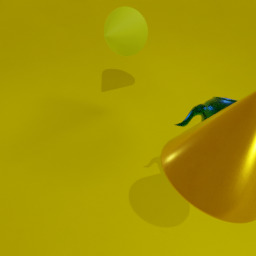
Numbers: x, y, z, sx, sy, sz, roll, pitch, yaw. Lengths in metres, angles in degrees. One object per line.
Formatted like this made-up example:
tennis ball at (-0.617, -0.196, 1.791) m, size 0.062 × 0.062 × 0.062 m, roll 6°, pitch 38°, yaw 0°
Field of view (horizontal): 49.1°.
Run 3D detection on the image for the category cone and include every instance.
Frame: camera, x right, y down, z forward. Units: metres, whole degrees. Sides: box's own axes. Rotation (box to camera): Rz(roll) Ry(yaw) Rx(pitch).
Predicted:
cone at (1.356, 0.048, 3.316) m, size 1.496 × 1.502 × 1.496 m, roll 14°, pitch 36°, yaw -10°
cone at (-0.346, -2.652, 7.914) m, size 1.441 × 1.441 × 1.446 m, roll 16°, pitch 27°, yaw 17°

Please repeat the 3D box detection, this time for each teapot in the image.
teapot at (1.614, -0.063, 4.583) m, size 1.652 × 0.809 × 1.027 m, roll 15°, pitch 7°, yaw 5°
